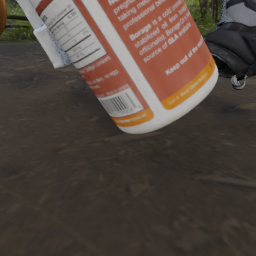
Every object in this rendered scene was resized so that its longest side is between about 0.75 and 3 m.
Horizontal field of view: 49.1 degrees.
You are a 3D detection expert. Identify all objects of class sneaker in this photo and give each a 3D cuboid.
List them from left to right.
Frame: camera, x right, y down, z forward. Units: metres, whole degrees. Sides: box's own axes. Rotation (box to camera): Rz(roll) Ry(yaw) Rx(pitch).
[{"bbox_3d":[1.878,-2.045,5.184,1.128,1.702,2.990,31,31,-47],"label":"sneaker"}]

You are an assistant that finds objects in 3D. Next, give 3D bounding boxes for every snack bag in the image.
[{"bbox_3d":[-1.304,-1.690,4.575,0.158,1.474,1.390,-40,27,-25],"label":"snack bag"}]

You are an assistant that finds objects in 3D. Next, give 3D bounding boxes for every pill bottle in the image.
[{"bbox_3d":[-0.171,-1.370,3.279,1.499,2.672,1.499,-30,21,12],"label":"pill bottle"}]

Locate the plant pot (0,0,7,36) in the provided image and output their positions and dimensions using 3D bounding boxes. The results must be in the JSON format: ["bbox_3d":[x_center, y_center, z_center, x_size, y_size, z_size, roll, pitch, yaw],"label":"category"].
[{"bbox_3d":[-3.706,-2.777,6.120,2.045,2.045,1.432,-10,13,-25],"label":"plant pot"}]
